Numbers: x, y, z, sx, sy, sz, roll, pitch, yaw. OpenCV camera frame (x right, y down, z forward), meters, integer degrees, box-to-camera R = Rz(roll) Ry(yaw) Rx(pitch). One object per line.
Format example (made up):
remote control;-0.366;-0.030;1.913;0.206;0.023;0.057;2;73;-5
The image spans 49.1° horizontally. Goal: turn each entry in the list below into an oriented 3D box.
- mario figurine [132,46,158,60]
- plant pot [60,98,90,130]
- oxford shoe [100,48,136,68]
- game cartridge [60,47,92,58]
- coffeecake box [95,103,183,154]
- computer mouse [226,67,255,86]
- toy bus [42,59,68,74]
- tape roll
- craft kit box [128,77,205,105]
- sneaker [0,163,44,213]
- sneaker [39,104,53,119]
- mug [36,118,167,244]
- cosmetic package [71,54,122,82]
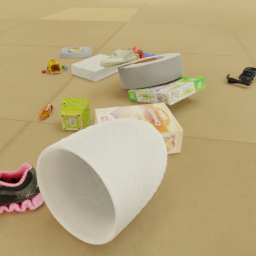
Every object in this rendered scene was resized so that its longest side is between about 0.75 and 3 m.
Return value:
mario figurine;0.734;-3.186;12.937;1.590;0.843;0.981;15;-2;5
plant pot;-1.549;-0.370;8.144;0.788;0.791;0.718;2;38;3
oxford shoe;-0.369;-2.439;9.673;0.655;0.503;1.741;-9;13;43
game cartridge;-2.592;-3.785;14.007;1.535;0.314;1.021;-3;36;-5
coffeecake box;0.208;0.053;7.469;2.028;0.741;1.556;-6;33;-10
computer mouse;4.536;-2.040;11.226;1.048;0.343;1.492;16;42;27
toy bus;-3.213;-2.712;12.064;1.008;0.521;0.951;11;34;17
tape roll;0.814;-2.115;10.243;2.330;0.770;2.330;-12;19;4
craft kit box;1.298;-1.309;9.509;1.888;0.458;1.865;-27;28;-36
sneaker;-2.705;1.239;5.358;2.132;1.017;0.842;-16;37;-21
sneaker;-2.623;-0.485;8.849;0.295;0.279;0.764;-16;25;21
mug;-0.505;0.807;5.558;2.495;1.842;2.188;-14;11;41
cosmetic package;-1.275;-2.610;11.941;1.386;0.475;1.838;24;40;30
